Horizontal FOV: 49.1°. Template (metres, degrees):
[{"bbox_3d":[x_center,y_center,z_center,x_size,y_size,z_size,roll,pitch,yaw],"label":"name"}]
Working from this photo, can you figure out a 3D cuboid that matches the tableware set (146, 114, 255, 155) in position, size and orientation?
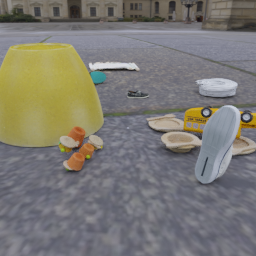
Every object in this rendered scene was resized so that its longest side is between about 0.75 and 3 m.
[{"bbox_3d":[1.693,0.056,6.838,2.149,0.299,2.573,-4,23,-8],"label":"tableware set"}]

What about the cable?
[{"bbox_3d":[3.267,-1.467,10.226,1.316,0.456,1.316,-13,26,-26],"label":"cable"}]

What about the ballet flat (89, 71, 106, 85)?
[{"bbox_3d":[-1.655,-2.005,11.499,0.598,0.598,1.690,19,29,38],"label":"ballet flat"}]

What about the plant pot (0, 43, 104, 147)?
[{"bbox_3d":[-2.125,-1.061,7.222,2.903,2.060,2.903,-1,23,0],"label":"plant pot"}]

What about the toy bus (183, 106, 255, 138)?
[{"bbox_3d":[2.125,-0.153,6.445,1.588,0.622,0.517,9,12,23],"label":"toy bus"}]

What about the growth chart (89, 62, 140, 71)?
[{"bbox_3d":[-0.790,-3.295,14.918,2.684,0.238,1.942,-1,22,-2],"label":"growth chart"}]

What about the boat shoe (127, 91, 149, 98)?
[{"bbox_3d":[0.362,-1.196,9.894,0.763,0.258,0.274,2,21,0],"label":"boat shoe"}]

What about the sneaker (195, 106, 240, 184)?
[{"bbox_3d":[1.576,0.275,4.841,0.519,1.466,0.535,-11,37,-40],"label":"sneaker"}]

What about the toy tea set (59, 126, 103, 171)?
[{"bbox_3d":[-1.084,0.472,5.856,0.802,0.499,1.349,33,24,1],"label":"toy tea set"}]
